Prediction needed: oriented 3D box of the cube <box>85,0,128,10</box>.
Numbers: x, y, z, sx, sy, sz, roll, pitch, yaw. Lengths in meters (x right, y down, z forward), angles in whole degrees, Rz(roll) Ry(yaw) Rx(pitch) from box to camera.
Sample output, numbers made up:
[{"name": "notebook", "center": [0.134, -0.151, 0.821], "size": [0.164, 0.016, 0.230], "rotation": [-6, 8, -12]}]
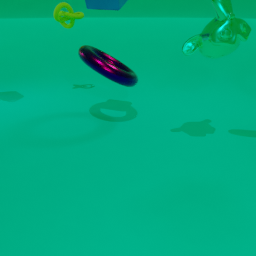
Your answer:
[{"name": "cube", "center": [-0.507, -3.457, 6.718], "size": [0.896, 0.896, 0.896], "rotation": [11, 48, 19]}]

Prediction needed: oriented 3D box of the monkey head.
[{"name": "monkey head", "center": [1.861, -2.031, 5.752], "size": [1.572, 1.131, 0.947], "rotation": [-24, 9, -17]}]

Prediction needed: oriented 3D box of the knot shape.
[{"name": "knot shape", "center": [-2.134, -3.887, 9.643], "size": [1.061, 0.490, 0.992], "rotation": [-9, -11, 27]}]

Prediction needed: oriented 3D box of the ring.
[{"name": "ring", "center": [-0.541, -1.760, 7.947], "size": [1.884, 0.377, 1.884], "rotation": [29, 18, -10]}]
